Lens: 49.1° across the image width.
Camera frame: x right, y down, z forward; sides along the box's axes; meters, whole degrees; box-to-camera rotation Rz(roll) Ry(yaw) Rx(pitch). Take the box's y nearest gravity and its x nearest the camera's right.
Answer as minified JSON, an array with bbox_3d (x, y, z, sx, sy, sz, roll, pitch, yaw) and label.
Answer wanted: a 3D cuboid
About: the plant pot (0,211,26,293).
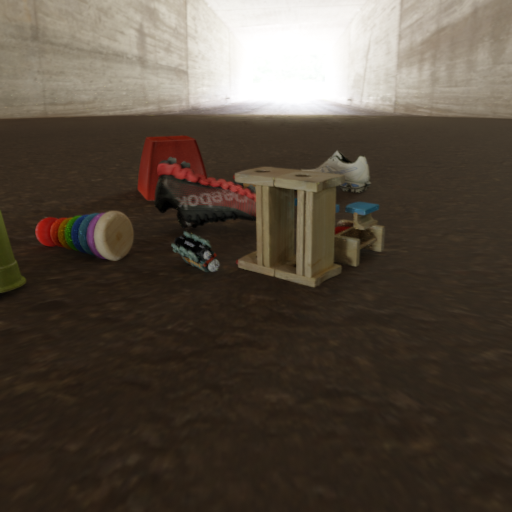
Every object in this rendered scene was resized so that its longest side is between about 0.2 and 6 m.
[{"bbox_3d":[-3.969,-0.180,7.785,1.334,1.266,1.334,-1,11,0],"label":"plant pot"}]

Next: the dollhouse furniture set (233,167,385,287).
[{"bbox_3d":[0.911,-0.672,9.072,1.539,1.548,2.196,13,23,36],"label":"dollhouse furniture set"}]

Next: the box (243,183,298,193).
[{"bbox_3d":[0.363,-1.876,15.162,1.365,0.178,1.670,-16,23,-41],"label":"box"}]

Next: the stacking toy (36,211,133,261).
[{"bbox_3d":[-3.066,-0.363,9.626,1.908,0.814,0.814,2,17,30],"label":"stacking toy"}]

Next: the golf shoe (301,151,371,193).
[{"bbox_3d":[2.076,-2.356,15.251,2.177,1.058,0.852,8,22,29],"label":"golf shoe"}]

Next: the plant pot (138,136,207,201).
[{"bbox_3d":[-2.194,-2.341,14.543,1.633,1.441,1.635,-7,19,-19],"label":"plant pot"}]

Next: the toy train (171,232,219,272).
[{"bbox_3d":[-0.930,-0.041,8.746,0.409,0.547,0.960,-47,37,-16],"label":"toy train"}]

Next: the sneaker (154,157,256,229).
[{"bbox_3d":[-0.887,-0.998,11.000,2.526,1.234,0.893,18,-8,7],"label":"sneaker"}]
